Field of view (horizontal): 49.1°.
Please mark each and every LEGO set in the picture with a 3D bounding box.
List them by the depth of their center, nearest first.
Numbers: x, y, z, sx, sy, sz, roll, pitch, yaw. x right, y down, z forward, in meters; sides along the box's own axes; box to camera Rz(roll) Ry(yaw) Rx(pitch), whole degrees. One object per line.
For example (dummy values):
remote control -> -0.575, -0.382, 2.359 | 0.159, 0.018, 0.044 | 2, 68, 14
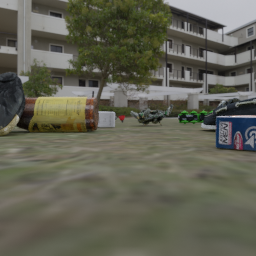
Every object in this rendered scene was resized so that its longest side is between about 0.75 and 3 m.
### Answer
LEGO set -> 0.455, -0.300, 10.640 | 2.614, 0.741, 1.698 | -13, -3, 14

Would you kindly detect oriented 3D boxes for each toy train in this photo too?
toy train -> 3.798, -0.463, 13.291 | 2.952, 0.616, 0.832 | 0, -8, -1

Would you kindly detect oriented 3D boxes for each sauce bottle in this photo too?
sauce bottle -> -1.996, -0.314, 6.552 | 2.580, 0.852, 0.852 | 0, 2, 3

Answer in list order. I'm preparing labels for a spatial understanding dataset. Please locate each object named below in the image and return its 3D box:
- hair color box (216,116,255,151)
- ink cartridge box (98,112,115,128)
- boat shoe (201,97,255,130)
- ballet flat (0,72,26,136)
hair color box -> 1.637, 0.055, 2.968 | 1.234, 0.373, 0.617 | 2, 3, 40
ink cartridge box -> -1.778, -0.338, 9.536 | 2.166, 0.550, 2.459 | 2, 2, -17
boat shoe -> 2.459, -0.293, 6.331 | 0.975, 0.778, 2.578 | -1, 2, -14
ballet flat -> -2.541, -0.513, 6.019 | 0.789, 0.675, 2.376 | -12, 35, -10
